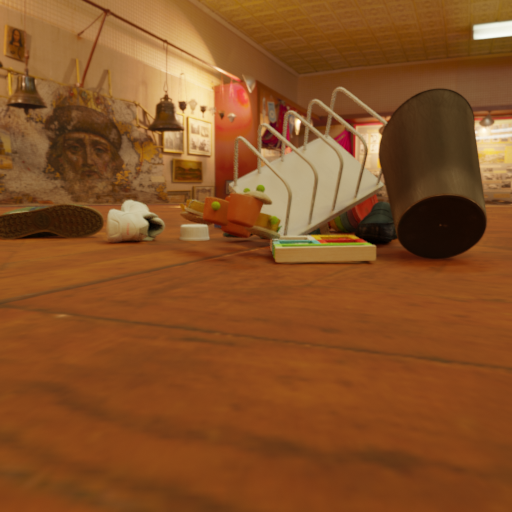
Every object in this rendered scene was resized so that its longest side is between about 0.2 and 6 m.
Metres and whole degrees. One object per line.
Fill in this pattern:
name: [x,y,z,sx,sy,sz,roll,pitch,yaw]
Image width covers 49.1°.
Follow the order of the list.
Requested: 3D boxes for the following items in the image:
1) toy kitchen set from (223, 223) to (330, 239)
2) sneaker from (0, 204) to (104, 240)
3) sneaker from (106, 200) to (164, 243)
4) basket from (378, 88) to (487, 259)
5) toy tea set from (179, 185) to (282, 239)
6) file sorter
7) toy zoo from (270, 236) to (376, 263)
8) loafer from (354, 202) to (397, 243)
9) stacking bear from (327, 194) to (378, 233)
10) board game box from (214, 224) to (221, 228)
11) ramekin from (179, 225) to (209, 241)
toy kitchen set: [0.405,-0.725,12.958,1.562,1.148,1.949,1,-17,-41]
sneaker: [-5.235,-0.925,14.324,2.618,0.878,1.175,-5,12,-12]
sneaker: [-2.792,-0.745,13.611,1.206,0.946,2.428,7,16,0]
basket: [3.199,-1.340,10.193,1.766,2.342,2.597,10,46,-1]
toy tea set: [-0.291,-0.961,10.422,1.579,0.983,2.655,18,-5,-29]
file sorter: [1.141,-1.984,11.898,2.880,1.793,1.998,-30,61,-21]
toy zoo: [1.116,-0.180,10.383,1.674,0.261,2.552,-1,7,0]
loafer: [2.874,-0.797,13.117,0.905,0.936,2.667,3,7,23]
stacking bear: [2.439,-1.169,16.013,1.903,1.082,1.156,-8,26,44]
board game box: [0.116,-1.095,17.690,2.060,0.449,2.070,6,9,36]
ramekin: [-1.515,-0.571,13.701,0.738,0.360,0.738,0,6,0]
